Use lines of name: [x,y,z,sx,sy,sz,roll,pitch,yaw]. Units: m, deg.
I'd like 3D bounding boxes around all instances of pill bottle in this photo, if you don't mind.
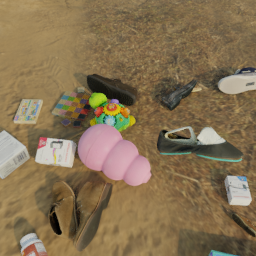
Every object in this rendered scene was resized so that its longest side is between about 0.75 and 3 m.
pill bottle: [-2.696,3.661,8.085,0.634,0.634,1.130,-26,51,-22]

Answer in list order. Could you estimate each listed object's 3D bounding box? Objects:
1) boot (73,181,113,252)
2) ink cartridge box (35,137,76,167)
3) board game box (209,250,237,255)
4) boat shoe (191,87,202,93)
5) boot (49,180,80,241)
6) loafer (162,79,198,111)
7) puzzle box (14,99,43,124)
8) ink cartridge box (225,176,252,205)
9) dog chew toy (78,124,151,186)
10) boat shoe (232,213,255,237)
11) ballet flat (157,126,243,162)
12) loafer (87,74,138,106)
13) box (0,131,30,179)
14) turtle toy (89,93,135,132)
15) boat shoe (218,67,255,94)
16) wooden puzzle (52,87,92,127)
boot: [-1.294,2.682,8.848,0.934,0.911,2.476,13,38,10]
ink cartridge box: [-2.693,0.906,10.499,1.292,0.553,0.954,5,74,7]
board game box: [3.544,4.593,7.197,2.870,0.646,2.182,9,48,8]
boat shoe: [2.992,-1.863,13.349,1.055,0.340,0.376,-9,3,-6]
boot: [-2.145,2.493,8.927,0.794,0.814,2.157,-41,48,13]
loafer: [2.380,-1.667,12.759,1.973,0.718,0.713,-41,73,-20]
puzzle box: [-4.439,-0.757,12.524,0.942,0.180,1.415,0,47,1]
ink cartridge box: [3.785,2.149,9.666,0.674,0.395,0.920,2,46,2]
dog chew toy: [-0.411,1.033,9.937,2.750,1.713,1.713,31,54,16]
boat shoe: [3.747,3.029,8.923,0.309,0.327,0.909,-31,64,-30]
ballet flat: [2.051,0.435,8.429,2.658,0.909,0.904,3,13,30]
loafer: [-0.710,-1.866,13.141,2.638,0.963,0.941,26,48,10]
box: [-4.679,0.978,10.527,1.374,0.721,1.264,31,55,25]
turtle toy: [-0.817,-0.635,11.754,1.628,1.129,2.233,-32,55,-26]
boat shoe: [5.403,-2.364,13.657,2.516,0.939,1.167,-4,37,-10]
wooden puzzle: [-2.427,-0.995,12.744,1.550,0.184,2.614,12,48,11]
